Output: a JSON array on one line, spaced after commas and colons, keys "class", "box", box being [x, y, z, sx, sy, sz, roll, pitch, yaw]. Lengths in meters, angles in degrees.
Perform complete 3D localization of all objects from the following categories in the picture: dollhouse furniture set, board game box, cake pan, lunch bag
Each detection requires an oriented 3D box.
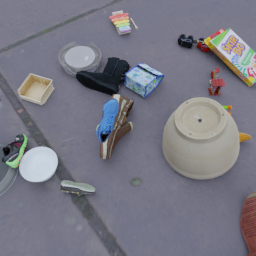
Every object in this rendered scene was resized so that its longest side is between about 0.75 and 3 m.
[{"class": "dollhouse furniture set", "box": [3.718, -2.077, 12.035, 0.513, 0.679, 1.263, 0, 58, 0]}, {"class": "board game box", "box": [4.913, -3.311, 12.638, 1.410, 0.442, 2.951, -36, 75, -20]}, {"class": "cake pan", "box": [-5.113, 1.486, 9.937, 2.287, 0.419, 2.287, 0, 58, 0]}, {"class": "lunch bag", "box": [0.717, -2.160, 12.004, 1.185, 0.888, 1.394, 35, 56, 20]}]

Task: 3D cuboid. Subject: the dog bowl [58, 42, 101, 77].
[{"class": "dog bowl", "box": [-2.158, -3.115, 12.760, 1.911, 0.560, 1.911, 0, 58, 0]}]

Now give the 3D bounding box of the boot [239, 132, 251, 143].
[{"class": "boot", "box": [3.814, 0.750, 10.394, 1.556, 0.547, 1.114, 1, 63, 5]}]

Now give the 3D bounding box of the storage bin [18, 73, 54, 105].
[{"class": "storage bin", "box": [-3.880, -1.631, 11.851, 1.092, 0.512, 1.084, 18, 59, 10]}]

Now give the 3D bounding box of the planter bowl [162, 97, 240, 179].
[{"class": "planter bowl", "box": [2.469, 0.135, 9.649, 2.760, 1.858, 2.760, -7, 56, 10]}]

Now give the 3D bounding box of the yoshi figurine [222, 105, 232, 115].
[{"class": "yoshi figurine", "box": [3.618, -0.671, 11.231, 1.045, 0.585, 0.587, 0, 64, 4]}]

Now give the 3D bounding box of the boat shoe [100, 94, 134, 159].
[{"class": "boat shoe", "box": [-0.325, -0.098, 10.587, 1.067, 1.065, 2.883, 11, 58, 0]}]

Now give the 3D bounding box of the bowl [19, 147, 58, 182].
[{"class": "bowl", "box": [-3.088, 1.376, 9.898, 1.329, 0.597, 1.329, 0, 58, -1]}]

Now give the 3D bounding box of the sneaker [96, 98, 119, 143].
[{"class": "sneaker", "box": [-0.572, -0.190, 8.344, 0.480, 1.456, 0.571, 7, 36, -24]}]

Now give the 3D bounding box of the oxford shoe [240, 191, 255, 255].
[{"class": "oxford shoe", "box": [4.196, 3.333, 8.632, 0.996, 0.955, 2.697, 18, 59, -15]}]

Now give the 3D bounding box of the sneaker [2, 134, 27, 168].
[{"class": "sneaker", "box": [-4.067, 0.700, 10.011, 0.698, 0.640, 1.667, 22, 25, -21]}]

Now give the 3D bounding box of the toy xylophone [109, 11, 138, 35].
[{"class": "toy xylophone", "box": [-0.199, -5.355, 14.267, 1.168, 0.401, 1.595, -21, 60, -13]}]

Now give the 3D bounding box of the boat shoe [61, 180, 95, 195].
[{"class": "boat shoe", "box": [-1.721, 2.099, 9.600, 1.173, 0.353, 0.418, 13, 14, -1]}]

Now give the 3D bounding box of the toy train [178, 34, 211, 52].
[{"class": "toy train", "box": [3.703, -3.927, 13.331, 2.726, 0.465, 0.624, 14, 60, 9]}]

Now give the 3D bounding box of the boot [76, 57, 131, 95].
[{"class": "boot", "box": [-0.999, -2.420, 12.200, 2.082, 0.770, 1.706, 22, 62, 5]}]
